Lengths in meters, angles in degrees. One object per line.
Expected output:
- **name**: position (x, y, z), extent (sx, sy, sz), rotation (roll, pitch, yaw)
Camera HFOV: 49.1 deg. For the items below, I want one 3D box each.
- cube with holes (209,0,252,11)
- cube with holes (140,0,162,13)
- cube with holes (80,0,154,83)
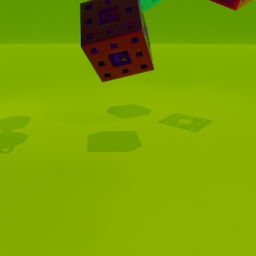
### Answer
- **cube with holes**: position (1.884, -3.044, 5.067), extent (1.162, 1.162, 1.162), rotation (34, 51, 23)
- **cube with holes**: position (0.296, -3.408, 6.251), extent (1.018, 1.018, 1.018), rotation (-33, -12, 0)
- **cube with holes**: position (-0.169, -1.516, 4.687), extent (0.953, 0.953, 0.953), rotation (-12, -28, 11)
